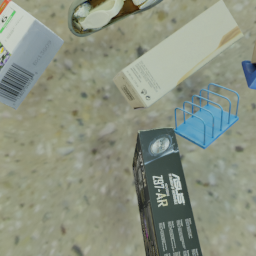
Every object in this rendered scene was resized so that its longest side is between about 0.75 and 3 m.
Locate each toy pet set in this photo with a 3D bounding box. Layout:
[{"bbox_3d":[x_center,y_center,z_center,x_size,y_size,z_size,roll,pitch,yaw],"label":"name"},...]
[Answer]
[{"bbox_3d":[3.659,-1.226,5.339,2.356,2.523,1.340,10,94,-2],"label":"toy pet set"}]

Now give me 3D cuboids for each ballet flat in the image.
[{"bbox_3d":[-0.043,-2.673,5.869,2.781,0.937,0.886,-20,40,17],"label":"ballet flat"}]

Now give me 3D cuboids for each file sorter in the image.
[{"bbox_3d":[1.384,-0.257,4.953,1.004,0.616,0.696,-35,45,-25],"label":"file sorter"}]

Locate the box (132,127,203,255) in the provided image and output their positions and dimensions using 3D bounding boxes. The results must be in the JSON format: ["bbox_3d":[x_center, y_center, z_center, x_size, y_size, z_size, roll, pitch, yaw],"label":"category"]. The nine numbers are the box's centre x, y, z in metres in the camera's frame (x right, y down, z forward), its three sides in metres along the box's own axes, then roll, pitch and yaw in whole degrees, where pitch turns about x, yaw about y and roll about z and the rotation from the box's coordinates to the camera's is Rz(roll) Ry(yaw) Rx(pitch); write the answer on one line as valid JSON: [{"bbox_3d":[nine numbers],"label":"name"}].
[{"bbox_3d":[0.554,1.534,4.594,0.559,2.056,2.566,-7,68,-5],"label":"box"}]

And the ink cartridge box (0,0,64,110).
[{"bbox_3d":[-2.545,-1.755,5.798,1.564,0.723,2.871,-53,48,6],"label":"ink cartridge box"}]

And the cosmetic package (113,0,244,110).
[{"bbox_3d":[0.987,-1.460,5.962,2.519,1.325,0.895,-36,98,-7],"label":"cosmetic package"}]
